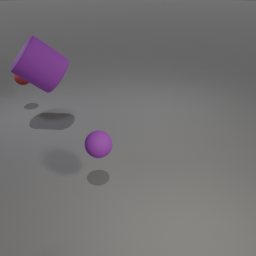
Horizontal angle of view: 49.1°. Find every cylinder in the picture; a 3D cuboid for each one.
[{"bbox_3d":[-2.960,-2.128,9.461,1.400,1.400,1.400,31,14,-30],"label":"cylinder"}]

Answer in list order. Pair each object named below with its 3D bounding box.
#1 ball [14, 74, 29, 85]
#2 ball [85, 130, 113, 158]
[{"bbox_3d":[-4.449,-2.157,11.830,0.700,0.700,0.700,0,28,0],"label":"ball"},{"bbox_3d":[-0.738,0.408,7.048,0.700,0.700,0.700,0,28,0],"label":"ball"}]
